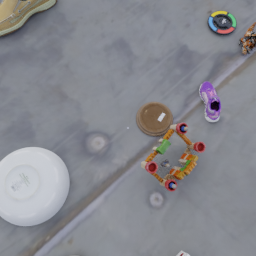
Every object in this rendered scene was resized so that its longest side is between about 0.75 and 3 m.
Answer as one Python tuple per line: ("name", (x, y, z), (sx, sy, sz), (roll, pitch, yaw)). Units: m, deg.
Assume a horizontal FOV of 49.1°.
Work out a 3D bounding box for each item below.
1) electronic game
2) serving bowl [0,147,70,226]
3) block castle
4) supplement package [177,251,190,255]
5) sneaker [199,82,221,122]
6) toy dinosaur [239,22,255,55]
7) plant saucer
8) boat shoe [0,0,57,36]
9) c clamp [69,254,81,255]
("electronic game", (3.139, -3.516, 9.338), (0.960, 0.200, 0.960), (0, 71, 0))
("serving bowl", (-2.661, 1.464, 7.361), (2.119, 0.697, 2.119), (0, 71, 1))
("block castle", (1.218, 0.752, 7.295), (1.071, 0.752, 1.602), (45, 75, -16))
("supplement package", (1.278, 3.454, 6.574), (0.834, 0.872, 0.641), (-41, 76, -13))
("sneaker", (2.465, -0.841, 8.228), (0.511, 0.561, 1.270), (-7, 70, -1))
("toy dinosaur", (4.004, -2.896, 8.969), (0.807, 0.607, 1.189), (11, 92, 20))
("plant saucer", (0.787, -0.296, 8.252), (1.106, 0.163, 1.106), (0, 70, -1))
("boat shoe", (-3.619, -4.043, 9.073), (2.720, 1.036, 0.975), (-41, 76, -13))
("c clamp", (-1.644, 4.321, 6.568), (2.051, 0.325, 2.400), (-5, 71, -2))
